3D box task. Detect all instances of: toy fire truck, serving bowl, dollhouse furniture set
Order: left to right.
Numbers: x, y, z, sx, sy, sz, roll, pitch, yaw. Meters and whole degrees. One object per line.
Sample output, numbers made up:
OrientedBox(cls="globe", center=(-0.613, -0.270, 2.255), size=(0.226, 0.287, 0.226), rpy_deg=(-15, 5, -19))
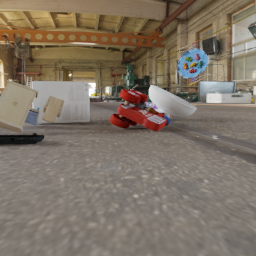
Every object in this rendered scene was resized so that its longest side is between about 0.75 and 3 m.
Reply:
OrientedBox(cls="dollhouse furniture set", center=(-4.083, -0.214, 11.040), size=(2.429, 1.679, 2.573), rpy_deg=(20, -30, -13))
OrientedBox(cls="toy fire truck", center=(0.630, -0.545, 11.517), size=(2.119, 1.415, 2.523), rpy_deg=(27, 15, 15))
OrientedBox(cls="serving bowl", center=(2.262, -1.312, 15.118), size=(2.755, 0.906, 2.755), rpy_deg=(25, 13, -6))

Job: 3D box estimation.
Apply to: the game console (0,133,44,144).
OrientedBox(cls="game console", center=(-3.845, 0.245, 7.976), size=(2.879, 0.347, 1.698), rpy_deg=(1, 7, 0))

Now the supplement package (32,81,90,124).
OrientedBox(cls="supplement package", center=(-3.369, -1.293, 13.891), size=(2.595, 1.969, 1.955), rpy_deg=(-2, 7, -19))

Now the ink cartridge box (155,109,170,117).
OrientedBox(cls="ink cartridge box", center=(0.943, -0.777, 15.647), size=(2.453, 0.541, 2.498), rpy_deg=(5, 9, 17))

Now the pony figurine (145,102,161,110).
OrientedBox(cls="pony figurine", center=(1.654, -1.460, 19.419), size=(1.705, 1.420, 1.646), rpy_deg=(11, 44, 42))

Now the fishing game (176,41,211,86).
OrientedBox(cls="fishing game", center=(3.062, -3.150, 13.507), size=(1.573, 2.197, 0.342), rpy_deg=(-19, -24, 26))
